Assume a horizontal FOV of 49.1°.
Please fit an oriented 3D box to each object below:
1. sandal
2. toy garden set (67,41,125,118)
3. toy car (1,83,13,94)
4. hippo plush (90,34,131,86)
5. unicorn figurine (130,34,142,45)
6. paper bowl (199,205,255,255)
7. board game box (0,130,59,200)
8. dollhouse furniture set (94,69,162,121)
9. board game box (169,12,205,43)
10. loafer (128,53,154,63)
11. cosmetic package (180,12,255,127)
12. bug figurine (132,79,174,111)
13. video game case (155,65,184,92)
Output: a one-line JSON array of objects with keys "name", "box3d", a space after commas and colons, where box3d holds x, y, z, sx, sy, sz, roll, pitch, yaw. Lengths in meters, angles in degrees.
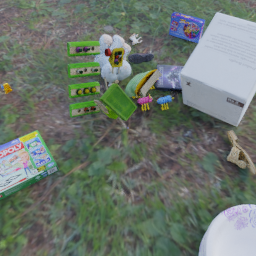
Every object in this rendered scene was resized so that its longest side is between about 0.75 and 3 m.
[{"name": "sandal", "box3d": [3.402, 0.845, 8.919, 0.584, 0.651, 1.775, -21, 43, 8]}, {"name": "toy garden set", "box3d": [-0.997, -1.670, 9.673, 2.087, 2.504, 0.500, -14, 28, -33]}, {"name": "toy car", "box3d": [-5.490, -1.600, 10.937, 1.656, 0.551, 0.812, -21, 53, -16]}, {"name": "hippo plush", "box3d": [-0.691, -2.681, 11.184, 1.991, 1.586, 1.600, -11, 50, -10]}, {"name": "unicorn figurine", "box3d": [0.357, -4.195, 13.360, 0.587, 0.315, 0.854, -28, 40, -10]}, {"name": "paper bowl", "box3d": [2.885, 3.153, 6.350, 2.508, 1.304, 2.508, 0, 49, 0]}, {"name": "board game box", "box3d": [-3.651, 1.213, 8.646, 2.513, 0.366, 1.691, -26, 55, -21]}, {"name": "dollhouse furniture set", "box3d": [-0.075, -1.423, 9.495, 2.152, 1.080, 1.410, -51, 26, -11]}, {"name": "board game box", "box3d": [2.778, -4.782, 13.338, 1.549, 1.041, 0.347, 24, 53, 19]}, {"name": "loafer", "box3d": [0.546, -3.126, 12.404, 1.178, 0.424, 0.371, -8, 31, -14]}, {"name": "cosmetic package", "box3d": [3.406, -1.939, 9.595, 2.210, 2.213, 2.682, 28, 79, 22]}, {"name": "bug figurine", "box3d": [0.837, -1.382, 10.789, 1.412, 0.469, 1.821, -19, 53, -14]}, {"name": "video game case", "box3d": [2.211, -2.043, 11.551, 2.098, 0.199, 1.499, 4, 50, 5]}]
